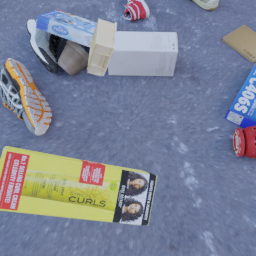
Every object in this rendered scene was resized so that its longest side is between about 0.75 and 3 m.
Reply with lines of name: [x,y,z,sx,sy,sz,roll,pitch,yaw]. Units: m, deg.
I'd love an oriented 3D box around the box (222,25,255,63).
box: [4.857,-3.423,11.283,1.333,0.174,1.631,-33,64,-18]

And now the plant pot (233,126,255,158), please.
plant pot: [3.759,0.431,8.560,0.925,1.016,1.016,-2,59,9]

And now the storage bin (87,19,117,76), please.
storage bin: [-0.653,-1.941,6.814,0.461,0.977,0.984,12,54,-16]

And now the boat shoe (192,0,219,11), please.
boat shoe: [2.927,-6.302,12.562,0.987,0.889,2.737,-41,67,-21]

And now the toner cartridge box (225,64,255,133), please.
toner cartridge box: [4.544,-1.137,9.691,1.288,0.586,2.713,30,64,16]

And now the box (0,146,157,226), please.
box: [-0.858,1.030,4.893,2.670,0.669,1.005,15,83,-20]

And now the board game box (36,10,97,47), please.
board game box: [-1.843,-3.660,10.303,2.285,0.498,2.297,19,27,-6]

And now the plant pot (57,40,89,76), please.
plant pot: [-1.996,-2.513,10.263,1.163,1.163,1.009,43,93,22]

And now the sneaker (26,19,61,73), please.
sneaker: [-3.047,-3.281,10.592,1.117,1.041,2.817,-23,61,2]

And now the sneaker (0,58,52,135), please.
sneaker: [-3.565,-0.912,9.393,1.144,1.159,2.962,-36,68,12]

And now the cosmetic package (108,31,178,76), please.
cosmetic package: [0.486,-2.673,10.183,2.459,1.323,1.043,3,60,0]

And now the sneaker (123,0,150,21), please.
sneaker: [0.102,-5.388,12.161,1.050,0.665,1.866,-20,64,-15]
